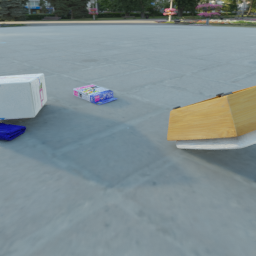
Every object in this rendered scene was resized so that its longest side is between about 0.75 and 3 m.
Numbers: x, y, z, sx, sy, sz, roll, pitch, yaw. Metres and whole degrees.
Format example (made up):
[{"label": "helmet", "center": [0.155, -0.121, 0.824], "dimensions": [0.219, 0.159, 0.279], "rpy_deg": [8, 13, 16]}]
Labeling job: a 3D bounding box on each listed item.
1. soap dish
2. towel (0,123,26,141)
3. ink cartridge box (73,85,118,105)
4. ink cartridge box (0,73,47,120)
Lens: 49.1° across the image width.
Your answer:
[{"label": "soap dish", "center": [2.382, -0.296, 6.628], "dimensions": [2.148, 1.109, 2.730], "rpy_deg": [-18, 2, -20]}, {"label": "towel", "center": [-3.681, 0.042, 8.125], "dimensions": [1.160, 0.287, 0.856], "rpy_deg": [8, 23, 14]}, {"label": "ink cartridge box", "center": [-1.330, -1.369, 11.273], "dimensions": [1.014, 0.357, 1.700], "rpy_deg": [-21, 34, -38]}, {"label": "ink cartridge box", "center": [-3.840, -1.096, 9.216], "dimensions": [1.910, 1.119, 2.643], "rpy_deg": [-5, 15, -7]}]
